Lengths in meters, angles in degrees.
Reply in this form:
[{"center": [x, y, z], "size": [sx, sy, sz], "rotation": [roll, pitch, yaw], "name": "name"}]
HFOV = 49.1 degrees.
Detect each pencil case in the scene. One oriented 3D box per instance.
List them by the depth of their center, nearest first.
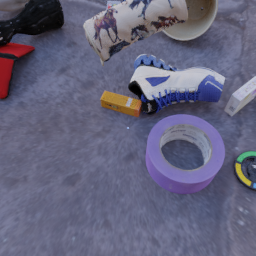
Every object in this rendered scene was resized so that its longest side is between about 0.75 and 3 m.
[{"center": [0.233, -2.558, 6.802], "size": [2.585, 1.156, 1.006], "rotation": [-27, 62, -2], "name": "pencil case"}]

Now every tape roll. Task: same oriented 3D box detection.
[{"center": [1.427, 0.657, 7.240], "size": [1.924, 0.818, 1.924], "rotation": [0, 59, 0], "name": "tape roll"}]

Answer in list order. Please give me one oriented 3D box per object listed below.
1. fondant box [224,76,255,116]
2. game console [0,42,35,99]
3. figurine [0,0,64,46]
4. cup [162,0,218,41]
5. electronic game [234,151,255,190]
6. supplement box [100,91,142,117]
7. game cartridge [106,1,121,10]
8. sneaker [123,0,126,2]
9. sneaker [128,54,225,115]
[{"center": [3.396, -0.928, 8.224], "size": [1.090, 0.787, 0.318], "rotation": [-37, 65, -20], "name": "fondant box"}, {"center": [-4.592, -2.052, 9.246], "size": [2.383, 1.414, 2.053], "rotation": [11, 90, 7], "name": "game console"}, {"center": [-4.232, -4.104, 9.757], "size": [2.835, 1.251, 2.906], "rotation": [-36, 64, -26], "name": "figurine"}, {"center": [2.176, -4.261, 9.724], "size": [2.125, 2.125, 1.520], "rotation": [27, 36, 16], "name": "cup"}, {"center": [3.329, 1.095, 7.311], "size": [1.110, 0.231, 1.110], "rotation": [0, 58, 0], "name": "electronic game"}, {"center": [-0.199, -0.723, 8.326], "size": [1.208, 0.402, 0.416], "rotation": [15, 60, 8], "name": "supplement box"}, {"center": [-0.533, -4.614, 10.852], "size": [0.593, 0.182, 0.890], "rotation": [4, 59, -2], "name": "game cartridge"}, {"center": [0.184, -4.928, 10.549], "size": [0.890, 0.989, 2.538], "rotation": [-5, 58, -3], "name": "sneaker"}, {"center": [1.202, -1.014, 8.188], "size": [2.827, 1.142, 1.633], "rotation": [19, 64, 19], "name": "sneaker"}]
